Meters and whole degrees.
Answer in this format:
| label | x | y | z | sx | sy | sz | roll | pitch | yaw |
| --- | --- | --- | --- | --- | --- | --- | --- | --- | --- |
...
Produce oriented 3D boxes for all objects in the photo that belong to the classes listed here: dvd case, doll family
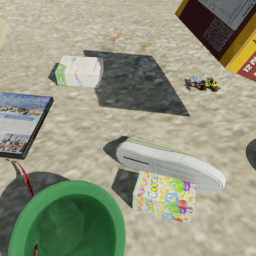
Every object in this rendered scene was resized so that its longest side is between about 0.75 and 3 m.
| label | x | y | z | sx | sy | sz | roll | pitch | yaw |
| --- | --- | --- | --- | --- | --- | --- | --- | --- | --- |
| dvd case | -3.412 | -0.161 | 8.214 | 1.792 | 0.220 | 2.512 | 6 | 44 | 4 |
| doll family | 2.609 | -1.477 | 9.451 | 1.071 | 0.420 | 0.619 | 1 | 48 | 9 |

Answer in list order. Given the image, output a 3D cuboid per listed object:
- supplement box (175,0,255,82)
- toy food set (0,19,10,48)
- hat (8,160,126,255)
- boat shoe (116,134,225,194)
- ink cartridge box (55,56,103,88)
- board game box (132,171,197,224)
| label | x | y | z | sx | sy | sz | roll | pitch | yaw |
| --- | --- | --- | --- | --- | --- | --- | --- | --- | --- |
| supplement box | 2.674 | -2.099 | 5.669 | 2.342 | 1.577 | 2.375 | 13 | 37 | -29 |
| toy food set | -3.728 | -1.729 | 5.902 | 0.730 | 1.735 | 2.418 | 35 | 14 | 12 |
| hat | -1.468 | 2.046 | 5.859 | 2.126 | 2.259 | 2.567 | 13 | 76 | -27 |
| boat shoe | 1.022 | 0.736 | 6.789 | 2.715 | 0.977 | 0.842 | 18 | 46 | 21 |
| ink cartridge box | -1.646 | -1.966 | 9.762 | 1.456 | 0.611 | 1.054 | 4 | 45 | 4 |
| board game box | 0.796 | 1.519 | 6.185 | 1.274 | 0.656 | 0.668 | 11 | 46 | 11 |
